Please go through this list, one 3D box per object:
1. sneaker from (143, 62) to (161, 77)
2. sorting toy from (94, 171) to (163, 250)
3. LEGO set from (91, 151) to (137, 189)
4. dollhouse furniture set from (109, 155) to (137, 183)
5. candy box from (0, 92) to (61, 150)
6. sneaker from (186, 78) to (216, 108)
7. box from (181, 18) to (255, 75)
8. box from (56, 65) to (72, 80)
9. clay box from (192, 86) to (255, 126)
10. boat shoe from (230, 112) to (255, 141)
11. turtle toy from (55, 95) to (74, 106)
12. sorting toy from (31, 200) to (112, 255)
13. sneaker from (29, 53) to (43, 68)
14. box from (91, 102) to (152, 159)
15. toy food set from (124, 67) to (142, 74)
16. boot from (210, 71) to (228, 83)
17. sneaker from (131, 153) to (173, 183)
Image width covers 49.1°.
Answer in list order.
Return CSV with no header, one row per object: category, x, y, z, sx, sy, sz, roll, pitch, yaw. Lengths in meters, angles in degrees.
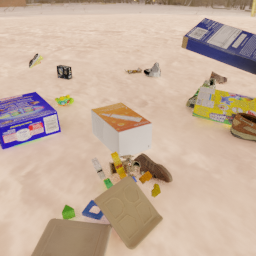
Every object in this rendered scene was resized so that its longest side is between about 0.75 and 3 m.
sneaker,1.330,-3.346,15.992,0.927,0.602,1.605,-3,29,-1
sorting toy,0.184,1.709,6.282,1.282,0.230,1.720,49,43,13
LEGO set,-0.336,1.148,6.992,0.774,0.833,2.030,-25,33,-11
dollhouse furniture set,-0.148,1.092,7.487,0.526,0.694,0.792,-7,2,-17
candy box,-3.814,-0.385,9.990,2.026,0.923,2.396,-18,34,-28
sneaker,3.174,-1.525,12.006,0.910,1.048,2.366,17,34,30
box,3.108,-2.332,8.017,2.722,0.441,1.649,27,49,22
box,-3.485,-3.061,15.345,0.815,0.667,0.351,17,31,28
clay box,3.860,-0.748,10.608,2.577,0.613,1.480,16,41,12
boat shoe,4.644,0.039,9.225,2.386,0.881,0.903,12,30,22
turtle toy,-2.702,-1.184,12.038,0.826,0.417,0.602,-21,11,-39
sorting toy,-1.098,2.384,5.390,1.447,0.350,2.569,0,27,9
sneaker,-3.557,-2.533,10.833,0.344,0.762,0.298,20,45,-46
box,-0.258,0.014,9.192,1.220,0.956,1.962,-16,32,-27
toy food set,0.303,-3.381,16.370,0.918,0.277,0.659,-9,29,-16
boot,4.876,-2.691,15.003,0.889,0.427,1.216,13,31,11
sneaker,0.626,1.193,7.650,0.516,0.481,1.366,-35,37,-19
